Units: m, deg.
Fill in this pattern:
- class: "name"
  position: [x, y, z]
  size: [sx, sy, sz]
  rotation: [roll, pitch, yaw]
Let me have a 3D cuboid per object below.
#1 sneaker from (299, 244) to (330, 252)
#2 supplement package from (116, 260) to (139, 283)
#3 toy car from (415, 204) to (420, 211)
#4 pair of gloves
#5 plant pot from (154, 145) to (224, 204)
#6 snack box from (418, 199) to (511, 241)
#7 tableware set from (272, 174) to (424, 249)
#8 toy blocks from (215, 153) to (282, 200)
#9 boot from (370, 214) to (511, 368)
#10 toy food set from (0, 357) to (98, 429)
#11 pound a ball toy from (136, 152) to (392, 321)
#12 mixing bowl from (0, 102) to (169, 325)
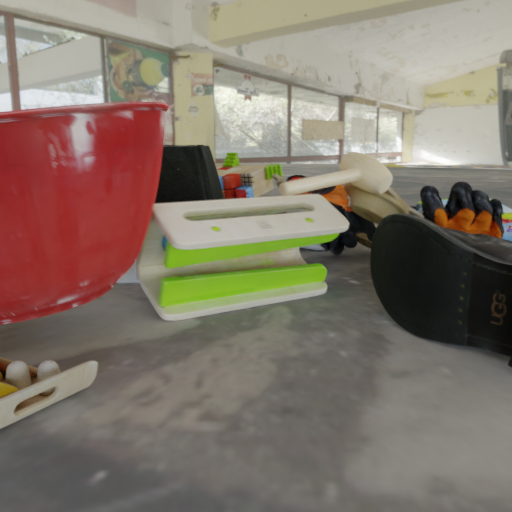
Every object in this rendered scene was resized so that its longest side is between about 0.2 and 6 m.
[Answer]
- class: "sneaker"
  position: [0.883, -0.547, 10.065]
  size: [2.001, 0.793, 0.740]
  rotation: [-4, 30, -15]
- class: "supplement package"
  position: [-1.649, -0.148, 8.430]
  size: [0.821, 0.790, 1.443]
  rotation: [-1, 12, -7]
- class: "toy car"
  position: [3.041, -0.624, 10.848]
  size: [0.618, 0.752, 0.593]
  rotation: [-8, 14, -34]
- class: "pair of gloves"
  position: [1.985, -0.424, 8.236]
  size: [3.053, 0.377, 2.720]
  rotation: [6, -16, 18]
- class: "plant pot"
  position: [-1.639, -1.079, 10.271]
  size: [2.139, 1.897, 2.134]
  rotation: [-1, 11, 2]
- class: "snack box"
  position: [4.016, -0.617, 10.471]
  size: [1.407, 0.565, 1.668]
  rotation: [-7, 21, -9]
- class: "tableware set"
  position: [1.738, -0.533, 8.514]
  size: [2.472, 0.343, 2.959]
  rotation: [31, -6, -33]
- class: "toy blocks"
  position: [-1.052, -2.243, 17.662]
  size: [3.178, 1.588, 2.172]
  rotation: [6, 24, 31]
- class: "boot"
  position: [3.146, 0.336, 5.810]
  size: [2.891, 1.149, 3.320]
  rotation: [-3, 19, -29]
- class: "toy food set"
  position: [-2.173, 0.877, 4.252]
  size: [1.563, 0.472, 1.121]
  rotation: [6, 13, 29]
- class: "pound a ball toy"
  position: [0.062, -0.435, 6.704]
  size: [2.746, 1.790, 1.166]
  rotation: [-8, 39, -31]
- class: "mixing bowl"
  position: [-2.307, -0.397, 5.423]
  size: [3.192, 1.729, 3.192]
  rotation: [-7, 13, 2]
